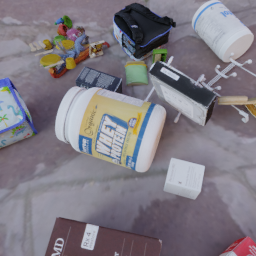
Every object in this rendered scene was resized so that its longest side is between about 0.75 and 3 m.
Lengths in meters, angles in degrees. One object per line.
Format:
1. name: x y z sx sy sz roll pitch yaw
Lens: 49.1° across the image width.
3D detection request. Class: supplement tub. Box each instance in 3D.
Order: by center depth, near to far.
1. supplement tub: -0.486 -0.034 8.598 2.912 2.107 2.107 17 63 10
2. supplement tub: 3.684 -3.844 11.081 1.445 1.445 2.190 -25 64 -13

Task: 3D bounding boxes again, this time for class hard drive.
1. hard drive: 1.619 -0.888 8.236 1.821 2.607 0.493 34 90 16

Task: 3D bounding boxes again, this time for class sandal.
1. sandal: 4.497 -0.618 9.717 2.958 1.085 0.973 -1 95 -11

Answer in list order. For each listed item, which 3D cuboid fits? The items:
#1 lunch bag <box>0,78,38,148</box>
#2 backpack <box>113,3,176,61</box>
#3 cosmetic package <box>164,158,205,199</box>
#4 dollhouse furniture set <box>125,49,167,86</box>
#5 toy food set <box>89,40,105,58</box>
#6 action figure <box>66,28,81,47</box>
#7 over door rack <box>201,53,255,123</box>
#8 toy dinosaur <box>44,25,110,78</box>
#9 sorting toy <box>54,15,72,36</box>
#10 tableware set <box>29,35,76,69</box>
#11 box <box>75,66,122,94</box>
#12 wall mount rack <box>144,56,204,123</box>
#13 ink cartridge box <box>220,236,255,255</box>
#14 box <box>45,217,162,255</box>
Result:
1. lunch bag: -4.206 -0.373 8.573 2.106 2.477 1.579 -25 64 -14
2. backpack: 0.426 -3.799 10.958 2.119 1.633 2.019 -33 74 -24
3. cosmetic package: 1.680 1.538 8.460 1.007 0.838 0.843 14 62 9
4. dollhouse furniture set: 0.695 -2.272 10.565 1.615 0.811 1.058 -4 61 -2
5. toy food set: -1.195 -3.055 10.896 0.565 0.787 0.238 -22 75 -17
6. action figure: -2.226 -3.660 11.619 0.602 0.669 0.898 -23 78 32
7. over door rack: 4.007 -1.571 10.057 1.661 0.749 2.248 -40 68 -5
8. toy dinosaur: -2.100 -2.799 10.791 2.372 1.246 2.153 17 83 -5
9. sorting toy: -2.799 -4.334 11.917 0.444 0.650 1.081 -16 48 30
10. tableware set: -2.737 -2.894 10.828 1.667 0.380 2.474 -24 45 -19
11. box: -0.992 -1.372 9.926 1.464 1.083 0.764 21 63 10
12. wall mount rack: 1.578 -1.348 9.803 2.170 0.809 1.886 31 100 1
13. ink cartridge box: 2.556 4.316 6.773 2.654 1.111 1.915 -33 66 -17
14. box: -0.622 3.511 6.652 2.465 2.024 2.045 10 65 6
